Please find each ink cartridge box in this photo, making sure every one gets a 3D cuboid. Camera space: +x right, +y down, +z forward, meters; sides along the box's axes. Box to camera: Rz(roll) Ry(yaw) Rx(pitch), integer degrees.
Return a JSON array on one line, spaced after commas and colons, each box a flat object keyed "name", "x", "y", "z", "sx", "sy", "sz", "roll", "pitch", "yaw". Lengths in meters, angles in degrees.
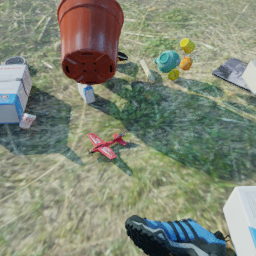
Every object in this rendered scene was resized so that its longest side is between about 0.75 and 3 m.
[{"name": "ink cartridge box", "x": -1.632, "y": -1.457, "z": 10.809, "sx": 0.369, "sy": 0.628, "sz": 0.858, "roll": -19, "pitch": 49, "yaw": -18}, {"name": "ink cartridge box", "x": 3.932, "y": 2.430, "z": 6.252, "sx": 2.868, "sy": 1.214, "sz": 2.073, "roll": -2, "pitch": 48, "yaw": -2}, {"name": "ink cartridge box", "x": -4.695, "y": -1.284, "z": 10.389, "sx": 1.706, "sy": 0.984, "sz": 2.351, "roll": -2, "pitch": 46, "yaw": -2}]

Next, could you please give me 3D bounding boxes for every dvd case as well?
[{"name": "dvd case", "x": 4.986, "y": -2.204, "z": 11.847, "sx": 2.308, "sy": 0.184, "sz": 1.716, "roll": 36, "pitch": 56, "yaw": 29}]

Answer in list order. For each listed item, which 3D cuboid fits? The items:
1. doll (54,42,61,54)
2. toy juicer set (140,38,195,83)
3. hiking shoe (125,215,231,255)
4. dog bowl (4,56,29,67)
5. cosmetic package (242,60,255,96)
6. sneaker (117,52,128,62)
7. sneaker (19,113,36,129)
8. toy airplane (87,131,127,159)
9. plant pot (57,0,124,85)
[{"name": "doll", "x": -2.115, "y": -3.096, "z": 11.968, "sx": 2.636, "sy": 1.799, "sz": 0.639, "roll": 31, "pitch": 97, "yaw": 21}, {"name": "toy juicer set", "x": 1.655, "y": -2.514, "z": 11.540, "sx": 2.471, "sy": 0.672, "sz": 1.572, "roll": -18, "pitch": 63, "yaw": 34}, {"name": "hiking shoe", "x": 1.151, "y": 2.639, "z": 6.779, "sx": 2.504, "sy": 0.932, "sz": 1.086, "roll": 22, "pitch": 42, "yaw": 7}, {"name": "dog bowl", "x": -4.938, "y": -2.784, "z": 12.329, "sx": 1.039, "sy": 0.305, "sz": 1.039, "roll": 0, "pitch": 47, "yaw": 0}, {"name": "cosmetic package", "x": 5.900, "y": -1.958, "z": 10.914, "sx": 2.399, "sy": 0.853, "sz": 1.262, "roll": -2, "pitch": 53, "yaw": -9}, {"name": "sneaker", "x": -0.595, "y": -3.124, "z": 12.568, "sx": 1.210, "sy": 0.544, "sz": 0.423, "roll": 2, "pitch": 46, "yaw": -28}, {"name": "sneaker", "x": -3.363, "y": -0.210, "z": 9.370, "sx": 0.373, "sy": 0.518, "sz": 0.991, "roll": 17, "pitch": -5, "yaw": -29}, {"name": "toy airplane", "x": -0.673, "y": 0.505, "z": 9.164, "sx": 1.455, "sy": 0.268, "sz": 1.455, "roll": -2, "pitch": 42, "yaw": 2}, {"name": "plant pot", "x": -1.394, "y": -3.121, "z": 10.263, "sx": 2.589, "sy": 2.589, "sz": 2.518, "roll": -1, "pitch": 63, "yaw": -1}]
